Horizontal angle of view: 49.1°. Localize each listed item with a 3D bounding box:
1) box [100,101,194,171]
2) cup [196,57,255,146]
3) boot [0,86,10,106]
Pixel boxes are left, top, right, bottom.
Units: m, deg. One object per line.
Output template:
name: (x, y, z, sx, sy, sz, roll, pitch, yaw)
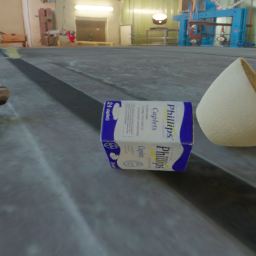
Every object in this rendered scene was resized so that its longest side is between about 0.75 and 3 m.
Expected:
box: (0.385, 0.206, 5.440, 1.593, 1.465, 0.836, 1, 64, 5)
cup: (2.563, -0.378, 6.704, 1.499, 2.096, 2.096, -33, 1, 32)
boot: (-4.708, -1.017, 9.488, 1.399, 0.491, 1.023, -13, 39, -20)
